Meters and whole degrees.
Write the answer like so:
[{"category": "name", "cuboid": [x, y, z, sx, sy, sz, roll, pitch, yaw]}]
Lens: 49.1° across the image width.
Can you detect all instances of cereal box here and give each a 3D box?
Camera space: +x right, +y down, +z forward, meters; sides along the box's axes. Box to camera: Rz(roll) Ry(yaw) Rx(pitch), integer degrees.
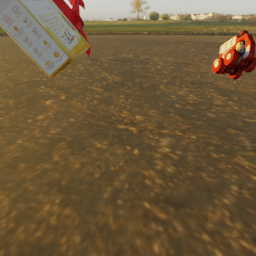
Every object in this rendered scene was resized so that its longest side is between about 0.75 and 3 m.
[{"category": "cereal box", "cuboid": [-1.592, -1.895, 3.967, 0.477, 2.411, 1.735, -38, 16, 15]}]

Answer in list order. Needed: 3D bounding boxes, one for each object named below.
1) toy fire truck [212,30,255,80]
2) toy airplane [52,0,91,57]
[{"category": "toy fire truck", "cuboid": [3.343, -2.332, 8.739, 0.861, 1.289, 1.535, 13, -14, -15]}, {"category": "toy airplane", "cuboid": [-1.545, -3.315, 8.122, 0.473, 2.569, 2.569, -18, 20, 12]}]
